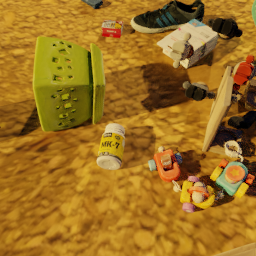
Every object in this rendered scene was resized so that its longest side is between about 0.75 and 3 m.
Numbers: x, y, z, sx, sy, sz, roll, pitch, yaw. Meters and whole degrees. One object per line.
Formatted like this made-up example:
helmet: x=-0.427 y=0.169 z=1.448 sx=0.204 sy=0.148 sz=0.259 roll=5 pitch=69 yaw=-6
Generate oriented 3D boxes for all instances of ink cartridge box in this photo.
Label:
ink cartridge box: x=2.111 y=-2.965 z=10.074 sx=2.085 sy=0.707 sz=1.201 roll=-37 pitch=63 yaw=-23
ink cartridge box: x=-0.616 y=-3.877 z=10.951 sx=0.774 sy=0.324 sz=0.679 roll=6 pitch=56 yaw=4

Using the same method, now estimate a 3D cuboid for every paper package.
paper package: x=1.960 y=2.914 z=5.551 sx=1.318 sy=1.383 sz=0.715 roll=-13 pitch=56 yaw=-8

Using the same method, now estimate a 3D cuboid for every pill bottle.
pill bottle: x=-0.435 y=0.497 z=7.688 sx=0.664 sy=0.664 sz=1.162 roll=6 pitch=55 yaw=4

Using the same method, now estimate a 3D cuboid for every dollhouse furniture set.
dollhouse furniture set: x=3.689 y=-0.564 z=7.533 sx=2.569 sy=2.093 sz=2.443 roll=14 pitch=57 yaw=10

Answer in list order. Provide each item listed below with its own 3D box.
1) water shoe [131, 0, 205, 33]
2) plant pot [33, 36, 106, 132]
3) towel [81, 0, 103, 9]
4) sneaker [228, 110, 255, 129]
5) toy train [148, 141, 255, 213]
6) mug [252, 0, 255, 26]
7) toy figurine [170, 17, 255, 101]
water shoe: x=1.522 y=-4.469 z=10.868 sx=2.863 sy=1.130 sz=1.024 roll=-6 pitch=55 yaw=-4
plant pot: x=-1.632 y=-1.243 z=8.151 sx=1.838 sy=2.026 sz=2.016 roll=-2 pitch=55 yaw=-11
towel: x=-1.577 y=-5.522 z=12.158 sx=0.982 sy=0.238 sz=0.548 roll=38 pitch=63 yaw=24
sneaker: x=3.506 y=-0.184 z=8.235 sx=1.074 sy=0.408 sz=0.488 roll=-18 pitch=33 yaw=-9
toy train: x=1.895 y=1.036 z=7.154 sx=2.569 sy=0.715 sz=1.930 roll=-12 pitch=59 yaw=-1
mug: x=5.600 y=-4.084 z=10.051 sx=2.254 sy=1.696 sz=2.743 roll=34 pitch=58 yaw=-3
toy figurine: x=2.420 y=-1.935 z=8.083 sx=2.131 sy=2.098 sz=1.483 roll=64 pitch=29 yaw=-3
